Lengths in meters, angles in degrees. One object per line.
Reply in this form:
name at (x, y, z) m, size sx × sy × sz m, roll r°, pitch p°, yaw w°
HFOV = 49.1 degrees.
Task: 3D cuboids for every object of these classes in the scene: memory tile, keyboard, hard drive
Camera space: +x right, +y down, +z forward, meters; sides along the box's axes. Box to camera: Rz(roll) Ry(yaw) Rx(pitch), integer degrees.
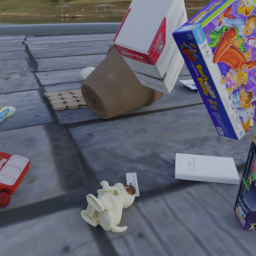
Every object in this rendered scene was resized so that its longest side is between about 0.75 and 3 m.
memory tile at (-2.701, -1.312, 12.815) m, size 1.723 × 0.189 × 2.249 m, roll -10°, pitch 27°, yaw -21°
keyboard at (0.110, 1.456, 7.283) m, size 0.274 × 0.052 × 0.973 m, roll -6°, pitch 26°, yaw -1°
hard drive at (2.141, 1.109, 7.785) m, size 1.624 × 0.217 × 1.071 m, roll 4°, pitch 26°, yaw 9°

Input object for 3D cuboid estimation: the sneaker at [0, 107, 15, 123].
sneaker at (-4.856, -0.427, 10.812) m, size 1.171 × 0.443 × 0.615 m, roll -26°, pitch 48°, yaw -30°

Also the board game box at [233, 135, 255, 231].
board game box at (3.612, 1.106, 5.698) m, size 2.440 × 2.017 × 0.692 m, roll -2°, pitch 28°, yaw -4°

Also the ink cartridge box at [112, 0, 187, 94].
ink cartridge box at (0.793, -2.268, 7.472) m, size 1.043 × 1.818 × 2.503 m, roll 22°, pitch -6°, yaw 22°

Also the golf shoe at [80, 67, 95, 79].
golf shoe at (-1.857, -2.763, 15.159) m, size 2.125 × 0.832 × 1.033 m, roll 13°, pitch 34°, yaw 27°

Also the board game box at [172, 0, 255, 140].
board game box at (2.337, -1.387, 6.190) m, size 1.867 × 2.777 × 0.622 m, roll -42°, pitch 28°, yaw -16°

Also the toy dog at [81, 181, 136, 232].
toy dog at (-0.291, 1.618, 6.141) m, size 1.091 × 0.785 × 1.125 m, roll 27°, pitch 34°, yaw 23°

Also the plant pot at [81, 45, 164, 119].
plant pot at (-0.414, -1.727, 11.076) m, size 2.543 × 2.916 × 2.916 m, roll -37°, pitch 41°, yaw -24°

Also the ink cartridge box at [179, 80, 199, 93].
ink cartridge box at (3.544, -2.176, 14.459) m, size 1.444 × 0.339 × 1.427 m, roll -10°, pitch 29°, yaw -16°

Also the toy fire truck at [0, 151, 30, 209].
toy fire truck at (-3.574, 1.178, 6.709) m, size 1.884 × 1.258 × 2.243 m, roll 17°, pitch 26°, yaw -7°
